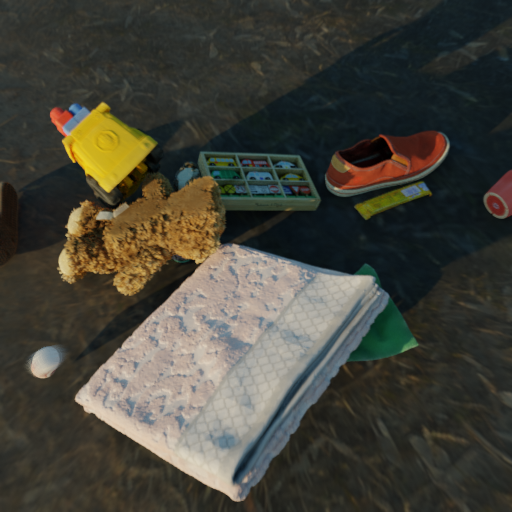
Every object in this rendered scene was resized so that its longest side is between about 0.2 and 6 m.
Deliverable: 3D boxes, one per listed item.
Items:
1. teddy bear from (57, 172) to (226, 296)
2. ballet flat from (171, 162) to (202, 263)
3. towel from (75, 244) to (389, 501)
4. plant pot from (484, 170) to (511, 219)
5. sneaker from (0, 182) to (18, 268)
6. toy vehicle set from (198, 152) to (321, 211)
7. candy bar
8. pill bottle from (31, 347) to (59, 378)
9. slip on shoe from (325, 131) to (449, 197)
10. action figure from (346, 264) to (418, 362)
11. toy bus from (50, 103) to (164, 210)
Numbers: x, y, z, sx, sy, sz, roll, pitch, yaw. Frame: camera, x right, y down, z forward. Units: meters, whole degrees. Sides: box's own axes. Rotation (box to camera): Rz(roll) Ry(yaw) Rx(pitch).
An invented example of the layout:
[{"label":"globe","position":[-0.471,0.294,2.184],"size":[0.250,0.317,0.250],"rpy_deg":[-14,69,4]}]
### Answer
[{"label":"teddy bear","position":[-2.214,-0.424,10.854],"size":[3.540,1.182,2.566],"rpy_deg":[-23,47,3]},{"label":"ballet flat","position":[-1.513,-1.042,11.660],"size":[0.894,0.894,2.487],"rpy_deg":[3,51,2]},{"label":"towel","position":[-0.459,1.395,8.887],"size":[3.791,0.640,3.969],"rpy_deg":[11,48,43]},{"label":"plant pot","position":[5.367,-1.260,11.893],"size":[0.803,0.907,0.907],"rpy_deg":[-33,57,-12]},{"label":"sneaker","position":[-5.434,-0.541,11.467],"size":[0.839,0.782,2.221],"rpy_deg":[-19,49,11]},{"label":"toy vehicle set","position":[0.056,-1.601,12.038],"size":[2.394,0.317,1.487],"rpy_deg":[-2,50,-23]},{"label":"candy bar","position":[3.031,-1.235,12.235],"size":[1.813,0.201,0.452],"rpy_deg":[-20,54,-16]},{"label":"pill bottle","position":[-3.504,1.764,9.311],"size":[0.405,0.710,0.405],"rpy_deg":[10,63,-22]},{"label":"slip on shoe","position":[3.026,-2.239,12.568],"size":[3.178,0.972,1.177],"rpy_deg":[-18,51,-16]},{"label":"action figure","position":[0.660,1.491,9.369],"size":[3.461,0.946,2.044],"rpy_deg":[-20,36,-1]},{"label":"toy bus","position":[-3.102,-2.091,11.189],"size":[2.091,2.178,1.478],"rpy_deg":[41,78,-5]}]
